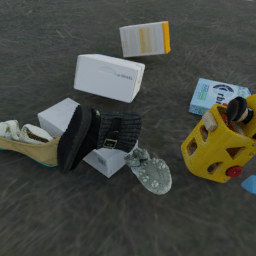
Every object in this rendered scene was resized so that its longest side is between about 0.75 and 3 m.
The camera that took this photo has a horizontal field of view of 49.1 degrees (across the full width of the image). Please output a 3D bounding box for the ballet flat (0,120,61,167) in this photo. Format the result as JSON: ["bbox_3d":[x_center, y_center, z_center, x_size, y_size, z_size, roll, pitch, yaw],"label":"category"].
[{"bbox_3d":[-2.896,0.215,7.571,2.723,0.858,0.934,16,24,14],"label":"ballet flat"}]

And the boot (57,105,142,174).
[{"bbox_3d":[-0.702,0.379,6.584,1.543,2.064,0.776,7,44,-32],"label":"boot"}]

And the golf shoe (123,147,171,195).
[{"bbox_3d":[0.564,1.087,6.344,0.678,0.842,1.732,-33,27,-7],"label":"golf shoe"}]

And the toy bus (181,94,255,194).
[{"bbox_3d":[2.317,0.063,6.501,1.330,2.574,2.429,16,-9,-19],"label":"toy bus"}]

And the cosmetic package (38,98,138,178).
[{"bbox_3d":[-1.162,0.170,7.836,2.827,0.716,1.167,29,50,31],"label":"cosmetic package"}]

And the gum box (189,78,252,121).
[{"bbox_3d":[3.068,-0.915,9.282,1.773,0.395,1.507,15,48,15],"label":"gum box"}]

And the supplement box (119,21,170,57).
[{"bbox_3d":[0.719,-3.702,11.729,1.939,1.222,0.713,2,26,21],"label":"supplement box"}]

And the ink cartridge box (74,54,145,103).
[{"bbox_3d":[-0.497,-1.687,9.004,1.779,1.027,2.437,15,18,4],"label":"ink cartridge box"}]
